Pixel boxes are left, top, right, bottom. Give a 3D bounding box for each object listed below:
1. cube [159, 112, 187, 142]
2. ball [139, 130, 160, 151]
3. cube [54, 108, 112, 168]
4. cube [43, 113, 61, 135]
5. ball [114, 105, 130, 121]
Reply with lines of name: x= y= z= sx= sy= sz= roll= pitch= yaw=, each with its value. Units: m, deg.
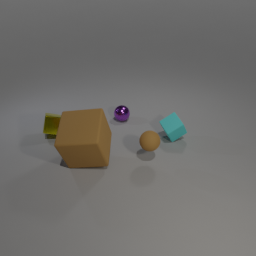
cube: x=1.734 y=-0.032 z=10.731 sx=0.700 sy=0.700 sz=0.700 roll=-33 pitch=54 yaw=5
ball: x=0.729 y=0.432 z=9.333 sx=0.700 sy=0.700 sz=0.700 roll=0 pitch=30 yaw=0
cube: x=-1.407 y=0.357 z=9.236 sx=1.400 sy=1.400 sz=1.400 roll=-4 pitch=52 yaw=9
cube: x=-2.944 y=-0.161 z=11.037 sx=0.700 sy=0.700 sz=0.700 roll=8 pitch=11 yaw=-18
ball: x=-0.267 y=-0.643 z=12.217 sx=0.700 sy=0.700 sz=0.700 roll=0 pitch=30 yaw=0
